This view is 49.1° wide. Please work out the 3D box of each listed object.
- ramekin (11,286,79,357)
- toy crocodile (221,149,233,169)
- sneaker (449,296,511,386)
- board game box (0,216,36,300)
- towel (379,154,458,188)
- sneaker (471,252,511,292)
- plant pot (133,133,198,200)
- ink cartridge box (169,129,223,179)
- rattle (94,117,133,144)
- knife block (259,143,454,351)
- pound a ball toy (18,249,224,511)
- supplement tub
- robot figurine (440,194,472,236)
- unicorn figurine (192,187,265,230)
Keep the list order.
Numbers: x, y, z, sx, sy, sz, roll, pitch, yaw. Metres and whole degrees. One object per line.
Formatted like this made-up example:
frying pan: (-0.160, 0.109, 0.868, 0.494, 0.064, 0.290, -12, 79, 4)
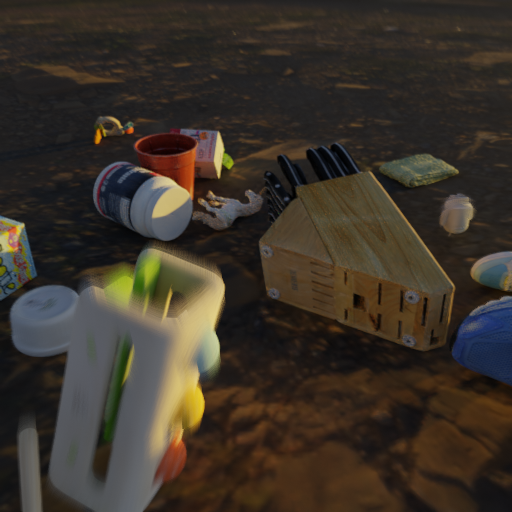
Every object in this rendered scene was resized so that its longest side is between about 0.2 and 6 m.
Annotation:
ramekin: (-3.285, 0.980, 8.873, 1.178, 0.618, 1.178, 0, 33, 0)
toy crocodile: (-1.313, -2.631, 14.752, 1.588, 0.490, 0.536, 14, 70, 30)
sneaker: (4.327, 1.569, 7.246, 3.522, 1.383, 1.570, 13, 32, 18)
board game box: (-5.053, 0.300, 9.403, 1.168, 1.189, 2.267, 16, 37, 22)
towel: (4.101, -2.192, 14.190, 1.704, 0.311, 1.264, -17, 35, -25)
sneaker: (4.662, 0.515, 9.541, 1.775, 0.706, 1.159, 4, 31, 7)
plant pot: (-1.999, -1.891, 12.722, 1.407, 1.368, 1.407, 0, 32, 0)
ink cartridge box: (-1.502, -2.526, 13.877, 1.236, 0.894, 0.898, 4, 71, 5)
rattle: (-4.123, -3.568, 16.325, 1.121, 0.730, 0.801, 14, 36, -30)
knife block: (1.848, -0.581, 10.045, 4.173, 1.335, 3.664, 18, 49, 28)
pound a ball toy: (-1.372, 1.770, 5.787, 1.323, 3.115, 2.031, 22, 25, 11)
supplement tub: (-2.350, -1.130, 11.590, 1.824, 1.280, 1.280, 24, 39, 32)
robot figurine: (4.026, -0.810, 11.250, 0.723, 0.853, 0.482, -10, 29, -13)
unicorn figurine: (-0.602, -1.039, 12.186, 1.188, 0.639, 1.730, 21, 51, 13)
